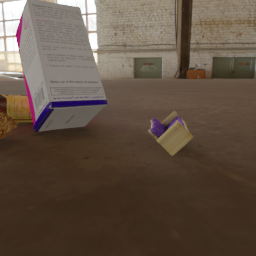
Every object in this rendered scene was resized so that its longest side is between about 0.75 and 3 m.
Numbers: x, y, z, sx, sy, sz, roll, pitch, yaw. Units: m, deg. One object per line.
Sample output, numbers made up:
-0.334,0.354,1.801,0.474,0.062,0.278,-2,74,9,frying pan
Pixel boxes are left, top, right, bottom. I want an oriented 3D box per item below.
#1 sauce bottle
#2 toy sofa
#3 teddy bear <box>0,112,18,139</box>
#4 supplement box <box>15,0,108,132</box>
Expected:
-3.212,-0.532,7.576,2.380,0.786,0.786,0,11,-26,sauce bottle
0.814,-0.007,5.434,0.529,0.623,1.277,-43,4,13,toy sofa
-3.316,-0.126,5.595,2.083,0.695,1.510,18,-14,-5,teddy bear
-1.730,-1.504,6.906,1.447,2.800,1.417,-7,-17,-35,supplement box
